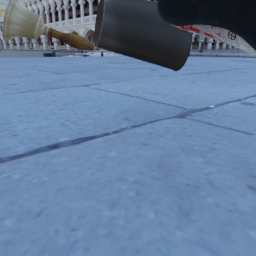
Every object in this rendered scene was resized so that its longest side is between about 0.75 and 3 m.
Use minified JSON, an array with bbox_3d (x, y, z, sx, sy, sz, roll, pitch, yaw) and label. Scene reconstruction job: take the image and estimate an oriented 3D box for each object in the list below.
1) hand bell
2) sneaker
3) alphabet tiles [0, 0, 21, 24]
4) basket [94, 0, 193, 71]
[{"bbox_3d":[-1.242,-1.557,4.634,1.393,0.725,0.725,17,14,-14],"label":"hand bell"},{"bbox_3d":[2.101,-1.905,4.978,2.972,0.992,1.593,25,25,19],"label":"sneaker"},{"bbox_3d":[-3.057,-2.710,5.192,2.007,2.052,0.150,13,-24,-21],"label":"alphabet tiles"},{"bbox_3d":[0.402,-3.235,9.284,2.819,1.917,2.542,4,59,-17],"label":"basket"}]
